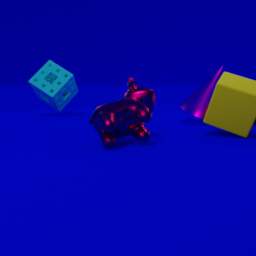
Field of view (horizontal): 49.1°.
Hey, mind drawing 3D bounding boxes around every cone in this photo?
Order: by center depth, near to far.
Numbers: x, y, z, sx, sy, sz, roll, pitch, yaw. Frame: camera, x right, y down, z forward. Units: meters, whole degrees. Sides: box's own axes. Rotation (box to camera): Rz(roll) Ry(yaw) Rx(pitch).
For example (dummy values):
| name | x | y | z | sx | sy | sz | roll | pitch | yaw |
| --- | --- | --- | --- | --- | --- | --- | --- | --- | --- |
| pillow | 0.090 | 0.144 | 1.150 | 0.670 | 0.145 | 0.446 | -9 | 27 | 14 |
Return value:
| name | x | y | z | sx | sy | sz | roll | pitch | yaw |
| --- | --- | --- | --- | --- | --- | --- | --- | --- | --- |
| cone | 2.497 | -1.112 | 8.291 | 1.511 | 1.517 | 1.511 | 16 | 20 | -6 |

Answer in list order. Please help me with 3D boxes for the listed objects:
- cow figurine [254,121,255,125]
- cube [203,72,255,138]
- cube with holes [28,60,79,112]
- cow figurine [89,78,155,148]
| name | x | y | z | sx | sy | sz | roll | pitch | yaw |
| --- | --- | --- | --- | --- | --- | --- | --- | --- | --- |
| cow figurine | 3.300 | -0.447 | 8.048 | 0.996 | 0.547 | 0.980 | 30 | 17 | 19 |
| cube | 2.417 | -0.552 | 6.322 | 0.994 | 0.994 | 0.994 | 22 | 32 | 17 |
| cube with holes | -2.735 | -1.544 | 10.460 | 1.139 | 1.139 | 1.139 | 33 | -20 | 14 |
| cow figurine | -0.081 | -0.353 | 5.685 | 1.576 | 0.865 | 1.551 | -12 | 37 | -20 |
